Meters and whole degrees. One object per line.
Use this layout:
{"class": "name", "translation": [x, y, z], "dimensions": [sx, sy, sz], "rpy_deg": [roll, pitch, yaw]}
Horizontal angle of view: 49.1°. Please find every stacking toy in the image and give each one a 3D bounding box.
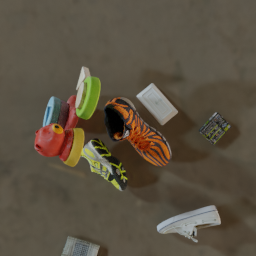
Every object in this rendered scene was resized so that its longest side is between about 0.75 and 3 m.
{"class": "stacking toy", "translation": [-1.722, -0.517, 7.338], "dimensions": [1.067, 2.527, 2.288], "rpy_deg": [15, 109, -25]}

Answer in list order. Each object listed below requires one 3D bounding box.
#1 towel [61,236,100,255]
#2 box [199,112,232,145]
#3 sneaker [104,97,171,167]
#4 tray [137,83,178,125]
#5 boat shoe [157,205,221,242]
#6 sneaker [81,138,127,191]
{"class": "towel", "translation": [-1.515, 3.960, 8.534], "dimensions": [1.051, 0.189, 1.092], "rpy_deg": [18, 90, -1]}
{"class": "box", "translation": [2.678, 0.019, 8.620], "dimensions": [0.645, 0.178, 0.805], "rpy_deg": [43, 90, -9]}
{"class": "sneaker", "translation": [0.162, 0.280, 7.901], "dimensions": [2.509, 1.406, 0.973], "rpy_deg": [46, 113, 1]}
{"class": "tray", "translation": [0.889, -0.746, 8.567], "dimensions": [0.666, 0.138, 1.240], "rpy_deg": [-40, 79, -1]}
{"class": "boat shoe", "translation": [1.810, 2.928, 8.172], "dimensions": [1.854, 0.685, 0.790], "rpy_deg": [-17, 57, 1]}
{"class": "sneaker", "translation": [-0.686, 1.159, 8.410], "dimensions": [0.701, 0.692, 1.835], "rpy_deg": [-32, 101, 21]}
